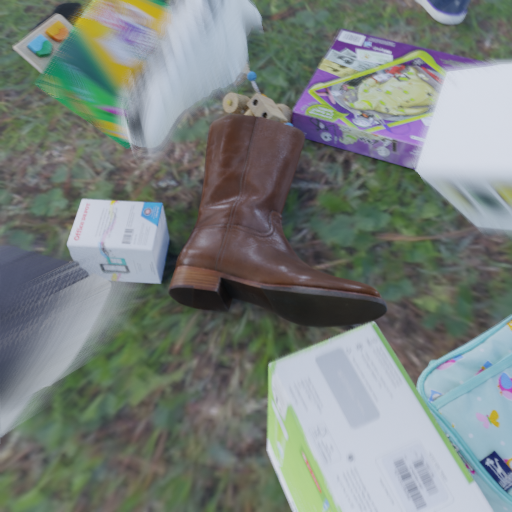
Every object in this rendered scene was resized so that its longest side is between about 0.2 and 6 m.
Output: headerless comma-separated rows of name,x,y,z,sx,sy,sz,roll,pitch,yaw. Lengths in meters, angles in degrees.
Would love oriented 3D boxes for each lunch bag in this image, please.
lunch bag,3.130,1.774,6.620,2.467,0.951,1.979,-26,58,-17

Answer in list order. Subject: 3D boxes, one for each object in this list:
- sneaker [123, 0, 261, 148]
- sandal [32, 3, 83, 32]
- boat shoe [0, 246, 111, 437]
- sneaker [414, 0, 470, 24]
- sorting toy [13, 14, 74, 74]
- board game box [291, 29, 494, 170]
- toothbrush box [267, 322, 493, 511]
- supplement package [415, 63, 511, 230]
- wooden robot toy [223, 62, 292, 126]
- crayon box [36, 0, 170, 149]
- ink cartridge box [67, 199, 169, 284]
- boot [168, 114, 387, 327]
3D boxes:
sneaker,-0.602,-2.051,5.884,0.973,0.902,2.401,35,62,-30
sandal,-4.041,-4.749,11.698,0.743,0.473,1.976,4,42,4
boat shoe,-2.126,0.783,4.515,0.853,2.721,0.989,32,42,-21
sneaker,3.883,-6.396,11.949,1.024,1.861,2.541,-17,56,-12
sorting toy,-3.748,-3.952,10.831,1.244,0.245,1.344,41,58,-10
board game box,3.225,-2.612,10.007,4.571,0.738,2.743,20,52,14
toothbrush box,0.937,2.133,5.360,1.100,2.556,1.861,-19,56,-14
supplement package,2.495,-0.985,5.429,1.100,1.450,1.092,11,78,47
wooden robot toy,0.151,-2.459,9.899,1.016,0.986,2.239,-7,60,-53
crayon box,-1.756,-2.665,7.415,1.330,0.653,2.240,34,49,-26
ink cartridge box,-1.950,-0.206,8.095,1.188,0.867,0.871,3,54,2
boot,0.476,-0.726,8.183,3.073,1.059,3.297,8,60,9
